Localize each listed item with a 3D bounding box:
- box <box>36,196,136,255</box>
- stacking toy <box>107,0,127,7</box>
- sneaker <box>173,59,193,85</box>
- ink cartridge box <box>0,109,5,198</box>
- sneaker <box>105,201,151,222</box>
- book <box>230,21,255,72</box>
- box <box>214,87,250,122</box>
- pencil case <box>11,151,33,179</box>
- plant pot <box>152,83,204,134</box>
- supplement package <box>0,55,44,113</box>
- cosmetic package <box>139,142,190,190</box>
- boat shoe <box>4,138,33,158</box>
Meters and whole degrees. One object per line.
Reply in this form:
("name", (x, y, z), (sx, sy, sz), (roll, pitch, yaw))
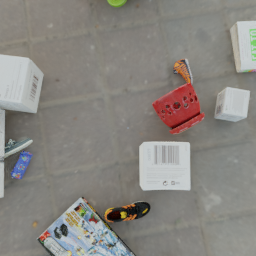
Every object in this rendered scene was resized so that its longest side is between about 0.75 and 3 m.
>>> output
("box", (-1.278, 3.906, 9.037), (1.905, 0.555, 2.782), (-43, 84, -5))
("stacking toy", (-0.641, -5.355, 9.839), (1.734, 0.809, 1.915), (35, 107, 1))
("sneaker", (1.920, -1.924, 9.941), (0.583, 0.404, 1.041), (-13, 72, 2))
("ink cartridge box", (-5.141, 0.847, 8.844), (2.102, 1.220, 2.913), (-5, 82, 18))
("sneaker", (-0.004, 2.784, 9.118), (1.549, 0.697, 0.542), (-11, 83, -1))
("book", (5.114, -2.913, 9.991), (2.593, 0.623, 1.732), (-5, 85, -3))
("box", (3.502, -0.774, 9.468), (0.807, 0.937, 0.942), (11, 83, 1))
("pencil case", (-3.608, 1.253, 9.478), (0.423, 0.380, 0.975), (26, 82, -13))
("plant pot", (1.711, -0.597, 9.204), (1.440, 1.440, 1.311), (-29, 87, -4))
("supplement package", (-4.394, -1.505, 9.273), (2.602, 1.526, 1.521), (7, 82, 1))
("cosmetic package", (1.089, 1.191, 8.819), (1.402, 1.701, 1.403), (1, 82, 0))
("boat shoe", (-4.010, 0.646, 9.477), (1.561, 0.568, 0.482), (-26, 87, 2))
